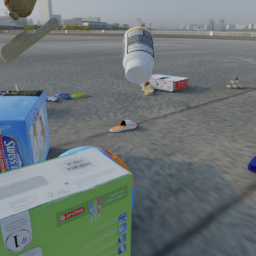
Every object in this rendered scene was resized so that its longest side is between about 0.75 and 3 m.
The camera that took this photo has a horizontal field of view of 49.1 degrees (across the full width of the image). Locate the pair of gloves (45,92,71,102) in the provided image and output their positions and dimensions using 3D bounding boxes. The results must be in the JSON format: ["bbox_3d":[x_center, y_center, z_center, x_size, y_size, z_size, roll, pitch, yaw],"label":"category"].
[{"bbox_3d":[-2.863,-1.246,11.365,0.848,0.120,1.055,21,33,40],"label":"pair of gloves"}]

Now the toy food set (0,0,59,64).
[{"bbox_3d":[-1.731,-1.787,3.102,1.271,1.999,0.315,-52,19,-28],"label":"toy food set"}]

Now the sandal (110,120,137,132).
[{"bbox_3d":[-0.121,-0.090,8.146,0.908,0.260,0.348,-15,25,-34],"label":"sandal"}]

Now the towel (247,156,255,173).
[{"bbox_3d":[3.255,0.737,5.951,1.001,0.336,1.355,10,22,41],"label":"towel"}]

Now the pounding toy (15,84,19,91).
[{"bbox_3d":[-3.888,-1.013,9.832,1.024,0.791,1.113,9,23,22],"label":"pounding toy"}]

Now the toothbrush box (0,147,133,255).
[{"bbox_3d":[-0.654,1.195,2.734,1.230,1.689,0.727,-15,25,-34],"label":"toothbrush box"}]

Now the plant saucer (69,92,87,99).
[{"bbox_3d":[-2.101,-1.381,11.760,0.758,0.118,0.758,-1,21,0],"label":"plant saucer"}]

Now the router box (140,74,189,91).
[{"bbox_3d":[1.726,-2.177,13.312,1.765,0.431,1.584,15,23,33],"label":"router box"}]

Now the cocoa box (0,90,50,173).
[{"bbox_3d":[-2.480,0.181,5.675,1.459,1.483,2.224,-3,21,-7],"label":"cocoa box"}]

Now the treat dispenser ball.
[{"bbox_3d":[-0.568,0.927,4.008,1.333,1.333,1.333,0,21,0],"label":"treat dispenser ball"}]

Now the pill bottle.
[{"bbox_3d":[0.256,-1.779,6.857,0.760,0.760,1.307,0,59,1],"label":"pill bottle"}]

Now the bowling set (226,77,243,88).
[{"bbox_3d":[5.099,-2.166,13.287,0.776,0.540,0.417,2,19,-6],"label":"bowling set"}]

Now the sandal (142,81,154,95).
[{"bbox_3d":[0.915,-1.844,12.482,0.516,0.463,1.407,-1,21,0],"label":"sandal"}]
